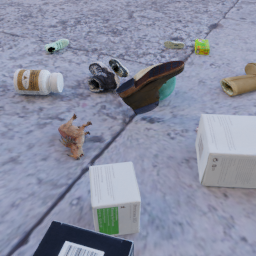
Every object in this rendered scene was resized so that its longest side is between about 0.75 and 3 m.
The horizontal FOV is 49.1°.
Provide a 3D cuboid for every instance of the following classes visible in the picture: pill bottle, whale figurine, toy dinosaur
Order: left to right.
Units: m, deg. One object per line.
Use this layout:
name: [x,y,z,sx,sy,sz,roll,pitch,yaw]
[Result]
pill bottle: [-3.207,-1.659,10.142,1.573,0.899,0.899,3,38,5]
toy dinosaur: [-1.658,0.171,8.063,1.042,0.660,1.538,-36,45,-29]
whale figurine: [0.895,-1.629,10.179,1.681,1.096,2.113,-41,25,-9]

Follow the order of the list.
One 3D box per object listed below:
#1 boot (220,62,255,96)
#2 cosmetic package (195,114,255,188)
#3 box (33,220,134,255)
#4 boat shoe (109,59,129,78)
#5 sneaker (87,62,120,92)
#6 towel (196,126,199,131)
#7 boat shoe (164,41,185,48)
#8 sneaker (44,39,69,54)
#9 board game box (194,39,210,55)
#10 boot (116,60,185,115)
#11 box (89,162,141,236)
boot: [4.369,-1.918,10.749,1.834,0.607,1.607,-12,39,-13]
cosmetic package: [3.303,0.582,7.069,2.924,1.186,1.650,5,38,4]
box: [-0.631,2.403,4.246,1.288,1.735,0.929,10,39,13]
boat shoe: [-0.409,-2.221,10.342,0.334,0.419,1.107,-21,46,-37]
sneaker: [-1.193,-1.947,10.647,1.040,0.689,1.827,-24,47,-33]
towel: [2.526,0.003,8.693,0.556,0.088,0.772,31,49,31]
boat shoe: [2.276,-4.103,13.806,1.026,0.358,0.365,9,24,9]
sneaker: [-3.336,-3.868,13.359,1.210,0.445,0.714,-22,37,-12]
board game box: [3.586,-3.949,13.592,0.638,0.299,1.257,5,38,7]
boot: [0.833,-1.192,8.467,2.194,1.063,0.820,-20,31,24]
box: [-0.285,1.506,5.919,0.955,1.109,1.115,-6,38,-8]
